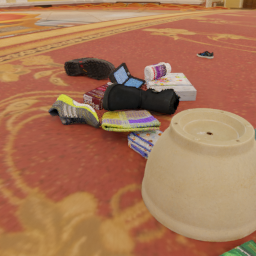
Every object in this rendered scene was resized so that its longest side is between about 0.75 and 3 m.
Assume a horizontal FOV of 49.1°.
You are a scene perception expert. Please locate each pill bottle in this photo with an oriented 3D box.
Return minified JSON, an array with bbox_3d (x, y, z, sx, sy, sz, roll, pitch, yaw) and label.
[{"bbox_3d":[1.277,-2.433,11.921,1.076,0.605,0.605,-19,34,-23],"label":"pill bottle"}]

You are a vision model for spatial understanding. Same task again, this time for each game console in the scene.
[{"bbox_3d":[-0.018,-2.099,11.881,0.787,1.142,1.326,-6,32,40],"label":"game console"}]

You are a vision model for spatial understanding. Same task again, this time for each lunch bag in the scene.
[{"bbox_3d":[0.623,0.427,7.889,0.989,0.466,1.234,-23,35,-33],"label":"lunch bag"}]

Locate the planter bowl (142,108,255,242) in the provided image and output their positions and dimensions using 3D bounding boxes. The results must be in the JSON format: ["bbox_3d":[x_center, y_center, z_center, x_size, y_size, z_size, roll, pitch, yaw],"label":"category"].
[{"bbox_3d":[1.659,0.703,5.959,2.709,1.823,2.709,0,29,0],"label":"planter bowl"}]

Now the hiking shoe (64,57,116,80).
[{"bbox_3d":[-1.719,-3.089,13.720,2.721,1.031,1.370,10,34,20],"label":"hiking shoe"}]

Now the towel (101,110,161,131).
[{"bbox_3d":[0.020,-0.256,8.690,1.708,0.271,2.378,-1,12,-2],"label":"towel"}]

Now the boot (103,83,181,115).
[{"bbox_3d":[0.566,-0.976,9.668,2.075,0.943,2.470,12,15,25],"label":"boot"}]

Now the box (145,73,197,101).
[{"bbox_3d":[1.726,-1.786,11.933,1.784,0.471,2.288,-1,28,-4],"label":"box"}]

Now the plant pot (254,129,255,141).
[{"bbox_3d":[3.776,0.755,5.984,1.662,1.663,2.353,-9,16,0],"label":"plant pot"}]

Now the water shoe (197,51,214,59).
[{"bbox_3d":[4.686,-4.482,16.920,1.068,0.421,0.382,21,35,33],"label":"water shoe"}]

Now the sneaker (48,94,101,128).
[{"bbox_3d":[-1.758,-0.385,9.257,2.081,0.769,0.842,23,58,31],"label":"sneaker"}]

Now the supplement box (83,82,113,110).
[{"bbox_3d":[-0.911,-1.269,10.965,0.855,0.479,1.572,22,35,29],"label":"supplement box"}]

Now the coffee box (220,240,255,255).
[{"bbox_3d":[1.854,2.345,4.562,1.152,0.253,0.708,-13,31,-22],"label":"coffee box"}]
